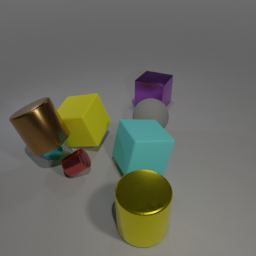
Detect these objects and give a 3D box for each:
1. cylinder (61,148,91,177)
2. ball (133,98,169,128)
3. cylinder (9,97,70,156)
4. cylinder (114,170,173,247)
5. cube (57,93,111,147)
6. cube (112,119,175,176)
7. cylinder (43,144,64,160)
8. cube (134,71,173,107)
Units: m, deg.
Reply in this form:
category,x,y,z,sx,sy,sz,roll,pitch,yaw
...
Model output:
category,x,y,z,sx,sy,sz,roll,pitch,yaw
cylinder,-1.677,1.122,9.095,0.700,0.700,0.700,-30,29,14
ball,0.874,-0.441,10.824,1.400,1.400,1.400,0,32,0
cylinder,-2.815,-0.062,9.032,1.400,1.400,1.400,-22,22,10
cylinder,0.385,2.032,7.122,1.400,1.400,1.400,-1,38,1
cube,-1.698,-0.269,10.404,1.400,1.400,1.400,-3,41,26
cube,0.451,0.646,9.212,1.400,1.400,1.400,0,29,-25
cylinder,-2.714,0.675,10.072,0.700,0.700,0.700,-10,33,-16
cube,1.218,-1.748,13.293,1.400,1.400,1.400,14,35,22
